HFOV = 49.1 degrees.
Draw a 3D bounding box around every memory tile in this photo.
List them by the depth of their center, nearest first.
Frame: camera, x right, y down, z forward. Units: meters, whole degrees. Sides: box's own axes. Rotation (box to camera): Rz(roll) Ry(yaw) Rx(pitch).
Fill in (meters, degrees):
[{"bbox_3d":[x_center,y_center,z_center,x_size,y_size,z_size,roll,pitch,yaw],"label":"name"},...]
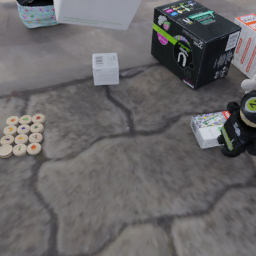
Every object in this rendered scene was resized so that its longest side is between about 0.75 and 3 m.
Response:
[{"bbox_3d":[-2.822,0.169,7.511,1.087,0.119,1.418,-5,49,-4],"label":"memory tile"}]

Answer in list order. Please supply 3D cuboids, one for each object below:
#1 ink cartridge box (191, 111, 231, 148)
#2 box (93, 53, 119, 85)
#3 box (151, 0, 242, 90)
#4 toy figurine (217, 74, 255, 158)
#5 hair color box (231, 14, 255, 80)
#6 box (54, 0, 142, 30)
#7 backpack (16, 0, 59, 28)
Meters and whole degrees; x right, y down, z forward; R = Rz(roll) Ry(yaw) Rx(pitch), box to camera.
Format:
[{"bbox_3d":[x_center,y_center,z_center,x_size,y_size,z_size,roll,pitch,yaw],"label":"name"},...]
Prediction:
[{"bbox_3d":[2.574,-0.010,7.473,1.581,0.398,0.861,-9,49,-7],"label":"ink cartridge box"},{"bbox_3d":[-0.711,-1.884,8.968,0.809,0.693,0.805,-3,48,-5],"label":"box"},{"bbox_3d":[2.035,-2.761,9.016,1.495,1.786,2.404,-25,53,-21],"label":"box"},{"bbox_3d":[3.755,-0.218,6.254,2.831,1.969,2.787,33,61,15],"label":"toy figurine"},{"bbox_3d":[4.317,-2.258,8.772,0.859,1.491,2.688,-19,51,-17],"label":"hair color box"},{"bbox_3d":[-0.816,-4.345,7.848,2.296,2.307,1.977,-2,66,-24],"label":"box"},{"bbox_3d":[-3.406,-4.833,11.260,1.957,1.239,1.633,-18,46,-18],"label":"backpack"}]
